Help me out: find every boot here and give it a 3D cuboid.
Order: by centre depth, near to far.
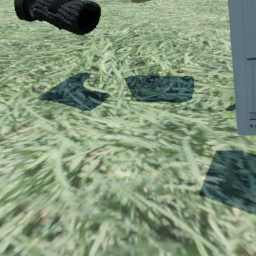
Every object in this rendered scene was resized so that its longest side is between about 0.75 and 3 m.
[{"bbox_3d":[-1.556,-3.531,7.727,1.984,0.998,2.653,16,55,16],"label":"boot"}]

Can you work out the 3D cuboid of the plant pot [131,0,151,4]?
[{"bbox_3d":[0.869,-4.410,7.310,2.143,2.146,1.899,-10,37,8],"label":"plant pot"}]

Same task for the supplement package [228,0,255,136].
[{"bbox_3d":[2.400,-1.455,3.969,1.646,2.893,1.585,3,34,30],"label":"supplement package"}]
